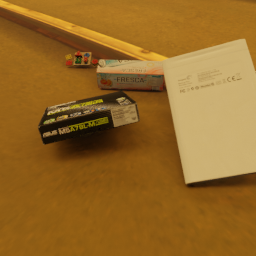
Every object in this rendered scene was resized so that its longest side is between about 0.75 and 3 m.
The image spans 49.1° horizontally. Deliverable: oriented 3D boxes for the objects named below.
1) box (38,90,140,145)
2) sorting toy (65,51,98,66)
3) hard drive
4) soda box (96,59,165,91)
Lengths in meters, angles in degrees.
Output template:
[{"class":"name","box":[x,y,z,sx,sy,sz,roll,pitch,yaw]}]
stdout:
[{"class":"box","box":[-0.949,-0.345,6.691,2.119,0.504,2.047,-14,19,-6]},{"class":"sorting toy","box":[-1.747,-2.625,10.433,1.281,0.217,0.618,0,60,4]},{"class":"hard drive","box":[1.879,-0.371,5.938,1.865,0.377,2.827,-12,71,12]},{"class":"soda box","box":[0.099,-1.705,8.982,2.125,0.675,0.727,3,48,4]}]
